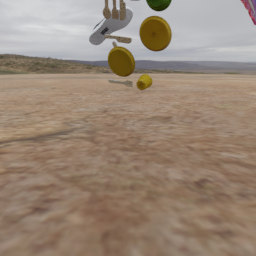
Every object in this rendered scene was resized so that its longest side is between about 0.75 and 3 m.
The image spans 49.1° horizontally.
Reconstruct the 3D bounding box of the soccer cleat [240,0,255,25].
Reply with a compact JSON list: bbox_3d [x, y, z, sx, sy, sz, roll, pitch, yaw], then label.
[{"bbox_3d":[3.040,-3.071,6.669,0.843,0.966,2.526,-29,71,-31],"label":"soccer cleat"}]

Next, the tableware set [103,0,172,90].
[{"bbox_3d":[0.200,-1.637,5.174,1.327,1.969,0.302,15,36,23],"label":"tableware set"}]

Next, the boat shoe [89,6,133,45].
[{"bbox_3d":[-0.519,-2.955,7.929,1.589,0.450,0.545,-26,-47,33],"label":"boat shoe"}]
